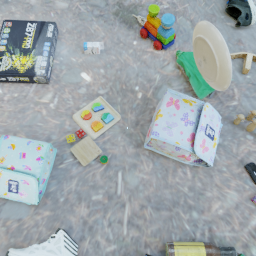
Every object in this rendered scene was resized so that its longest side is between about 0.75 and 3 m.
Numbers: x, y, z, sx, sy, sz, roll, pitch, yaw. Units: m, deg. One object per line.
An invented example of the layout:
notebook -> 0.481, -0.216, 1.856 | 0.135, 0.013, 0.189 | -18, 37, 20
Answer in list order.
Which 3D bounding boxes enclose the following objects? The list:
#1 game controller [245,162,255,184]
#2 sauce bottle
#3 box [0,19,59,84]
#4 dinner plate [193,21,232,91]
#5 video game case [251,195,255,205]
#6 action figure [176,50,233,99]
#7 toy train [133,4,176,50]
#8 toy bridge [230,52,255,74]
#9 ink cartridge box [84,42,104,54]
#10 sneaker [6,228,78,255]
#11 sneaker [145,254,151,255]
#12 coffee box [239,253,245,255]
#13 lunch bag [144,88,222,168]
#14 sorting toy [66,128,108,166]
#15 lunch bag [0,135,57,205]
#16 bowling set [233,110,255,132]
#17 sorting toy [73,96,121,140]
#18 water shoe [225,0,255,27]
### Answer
game controller -> 4.499, 1.610, 9.885 | 0.429, 0.173, 0.823 | -16, 66, -23
sauce bottle -> 2.214, 3.846, 8.549 | 2.095, 0.678, 0.678 | 1, 65, 2
box -> -4.291, -3.231, 11.773 | 2.321, 0.707, 2.879 | 3, 65, -2
dinner plate -> 2.283, -1.990, 7.998 | 0.250, 2.064, 2.064 | -21, 67, -4
video game case -> 4.802, 2.467, 9.462 | 0.937, 0.168, 0.849 | -35, 70, -15
action figure -> 2.775, -2.333, 11.365 | 1.547, 0.716, 2.619 | -28, 61, -11
toy train -> 0.997, -4.663, 12.004 | 1.075, 1.469, 2.539 | -38, 71, -16
toy bridge -> 4.986, -2.703, 11.712 | 2.801, 0.381, 0.941 | 18, 64, 8
ink cartridge box -> -1.455, -3.416, 11.982 | 0.829, 0.481, 0.281 | -1, 65, 0
sneaker -> -2.568, 3.692, 8.684 | 2.109, 0.796, 1.214 | 12, 57, -3
sneaker -> 0.328, 4.343, 8.380 | 1.911, 0.698, 1.069 | 4, 62, -7
coffee box -> 3.399, 4.396, 8.560 | 0.937, 0.206, 0.576 | -41, 72, -16
lunch bag -> 2.065, 0.041, 9.850 | 2.432, 1.546, 2.062 | 23, 68, -2
sorting toy -> -1.534, 0.816, 10.147 | 0.841, 0.295, 1.744 | -38, 71, -16
lunch bag -> -3.532, 1.413, 9.367 | 1.747, 1.251, 2.051 | 11, 73, 2
bowling set -> 4.792, -0.351, 10.409 | 1.470, 0.789, 1.023 | 29, 69, 12
sorting toy -> -1.204, -0.430, 10.736 | 1.439, 0.262, 1.332 | -40, 71, -16
water shoe -> 4.939, -5.795, 12.815 | 1.049, 0.951, 2.659 | -16, 66, -5
